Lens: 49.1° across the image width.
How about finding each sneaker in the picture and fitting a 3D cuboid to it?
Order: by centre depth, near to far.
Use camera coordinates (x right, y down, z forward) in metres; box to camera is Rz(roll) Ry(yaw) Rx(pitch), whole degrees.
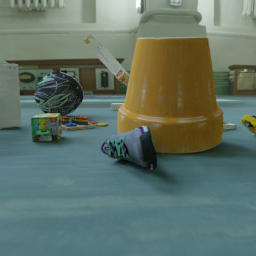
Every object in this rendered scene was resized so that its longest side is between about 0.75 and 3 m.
[{"bbox_3d":[-0.043,0.466,5.746,1.007,0.856,2.301,-11,-1,-4],"label":"sneaker"}]

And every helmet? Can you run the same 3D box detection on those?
[{"bbox_3d":[-3.561,-1.751,14.527,2.506,2.506,2.389,-1,24,-9],"label":"helmet"}]

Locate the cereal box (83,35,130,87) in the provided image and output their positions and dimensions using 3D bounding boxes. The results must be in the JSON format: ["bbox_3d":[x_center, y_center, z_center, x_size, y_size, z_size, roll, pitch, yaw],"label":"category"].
[{"bbox_3d":[-0.712,-2.738,11.739,0.459,2.324,1.672,-43,-16,10],"label":"cereal box"}]

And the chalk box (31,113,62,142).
[{"bbox_3d":[-2.462,-0.009,8.464,0.761,0.756,1.220,-2,9,-7],"label":"chalk box"}]

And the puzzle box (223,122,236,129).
[{"bbox_3d":[3.312,-0.082,10.856,1.407,0.179,0.936,-2,9,-16],"label":"puzzle box"}]

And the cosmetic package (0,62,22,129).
[{"bbox_3d":[-4.994,-1.261,11.027,1.390,2.463,1.000,4,7,44],"label":"cosmetic package"}]

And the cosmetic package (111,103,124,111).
[{"bbox_3d":[-0.546,-1.394,18.488,1.129,0.479,0.608,1,10,11],"label":"cosmetic package"}]

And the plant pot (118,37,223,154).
[{"bbox_3d":[1.175,-1.090,7.720,2.945,2.697,2.945,0,17,0],"label":"plant pot"}]

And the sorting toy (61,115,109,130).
[{"bbox_3d":[-2.013,-0.239,11.092,2.531,0.428,1.220,-6,10,-34],"label":"sorting toy"}]

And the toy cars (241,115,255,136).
[{"bbox_3d":[4.812,0.016,9.174,2.176,0.482,0.975,3,35,3],"label":"toy cars"}]
